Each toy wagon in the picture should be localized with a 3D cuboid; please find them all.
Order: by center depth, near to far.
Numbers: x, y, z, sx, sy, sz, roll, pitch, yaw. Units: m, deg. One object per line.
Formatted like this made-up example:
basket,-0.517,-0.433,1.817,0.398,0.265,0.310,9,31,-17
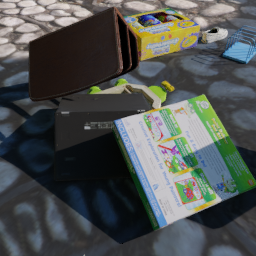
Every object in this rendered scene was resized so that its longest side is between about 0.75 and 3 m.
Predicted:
toy wagon,0.140,-0.717,8.455,2.809,0.556,2.180,-21,46,-22

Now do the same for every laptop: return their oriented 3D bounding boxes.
laptop,-0.636,0.071,7.589,2.432,1.506,2.598,-2,79,-4

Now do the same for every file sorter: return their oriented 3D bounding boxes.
file sorter,4.580,-3.347,11.092,0.983,0.869,1.417,28,50,28

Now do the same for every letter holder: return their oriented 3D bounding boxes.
letter holder,-1.243,-1.718,8.027,2.899,1.458,2.060,-13,71,22

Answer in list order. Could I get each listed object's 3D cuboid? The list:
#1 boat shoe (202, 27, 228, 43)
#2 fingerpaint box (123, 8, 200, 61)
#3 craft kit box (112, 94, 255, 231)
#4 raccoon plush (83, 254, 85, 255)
boat shoe,3.825,-4.158,12.245,1.497,0.492,0.539,-23,47,-23
fingerpaint box,1.187,-4.033,11.733,2.740,1.005,2.286,-19,46,-19
craft kit box,1.218,0.635,6.355,2.470,0.607,2.501,-17,67,-15
raccoon plush,-0.312,3.257,4.094,1.815,1.311,2.710,25,77,5
